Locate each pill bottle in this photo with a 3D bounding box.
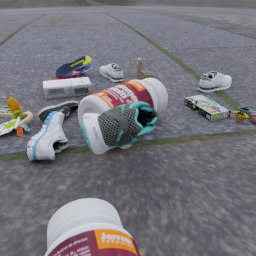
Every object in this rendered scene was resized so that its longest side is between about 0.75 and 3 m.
[{"bbox_3d":[-0.423,2.381,3.943,1.538,1.538,2.693,-8,30,-14],"label":"pill bottle"},{"bbox_3d":[-0.059,-0.676,9.333,1.621,1.621,2.959,24,37,36],"label":"pill bottle"}]

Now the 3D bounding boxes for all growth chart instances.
[{"bbox_3d":[-4.231,0.024,9.410,1.238,0.110,0.896,-22,32,-8],"label":"growth chart"}]

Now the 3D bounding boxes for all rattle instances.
[{"bbox_3d":[-3.766,-0.410,9.608,0.843,0.925,1.295,-3,28,-7],"label":"rattle"}]

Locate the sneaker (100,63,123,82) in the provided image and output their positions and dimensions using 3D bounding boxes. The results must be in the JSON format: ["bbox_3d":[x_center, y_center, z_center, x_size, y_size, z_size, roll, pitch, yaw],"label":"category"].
[{"bbox_3d":[-0.838,-2.968,14.330,0.735,0.774,1.923,-21,34,-29],"label":"sneaker"}]

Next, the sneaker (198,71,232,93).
[{"bbox_3d":[4.134,-2.238,12.966,2.068,0.832,0.790,-19,33,-34],"label":"sneaker"}]

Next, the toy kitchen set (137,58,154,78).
[{"bbox_3d":[0.899,-3.147,14.443,0.856,0.949,0.774,1,30,2],"label":"toy kitchen set"}]

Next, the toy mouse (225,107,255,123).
[{"bbox_3d":[4.482,-0.466,10.327,1.273,0.277,1.433,-15,35,-35],"label":"toy mouse"}]

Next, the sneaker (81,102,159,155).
[{"bbox_3d":[0.156,-0.096,6.685,1.351,1.149,2.961,-17,4,21],"label":"sneaker"}]

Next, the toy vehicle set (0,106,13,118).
[{"bbox_3d":[-4.797,-0.641,10.801,1.058,0.140,0.657,5,30,9],"label":"toy vehicle set"}]

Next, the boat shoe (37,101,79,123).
[{"bbox_3d":[-2.472,-0.550,10.363,1.774,0.637,0.600,-26,76,-49],"label":"boat shoe"}]

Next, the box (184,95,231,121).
[{"bbox_3d":[3.073,-0.827,10.972,0.931,0.294,1.691,-13,31,-22],"label":"box"}]

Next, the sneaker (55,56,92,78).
[{"bbox_3d":[-2.750,-2.971,14.481,1.993,0.820,0.737,-22,61,-3],"label":"sneaker"}]

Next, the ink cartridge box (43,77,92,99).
[{"bbox_3d":[-2.894,-2.145,13.053,2.039,0.716,2.508,-8,34,-14],"label":"ink cartridge box"}]

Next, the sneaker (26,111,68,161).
[{"bbox_3d":[-2.236,0.280,8.646,0.951,0.823,2.195,9,38,3],"label":"sneaker"}]
